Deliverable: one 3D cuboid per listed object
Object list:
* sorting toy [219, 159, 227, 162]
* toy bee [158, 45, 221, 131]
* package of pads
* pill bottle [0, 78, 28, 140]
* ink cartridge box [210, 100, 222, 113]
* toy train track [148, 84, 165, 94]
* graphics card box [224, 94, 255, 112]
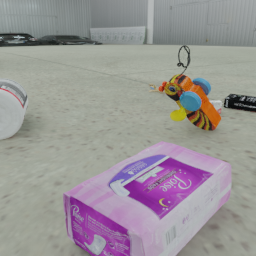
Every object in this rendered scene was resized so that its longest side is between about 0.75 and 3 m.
[{"bbox_3d":[1.522,0.876,6.217,1.381,0.185,1.029,5,21,14],"label":"sorting toy"},{"bbox_3d":[1.745,-1.112,8.499,1.754,2.679,1.456,-27,18,-37],"label":"toy bee"},{"bbox_3d":[0.443,1.105,4.444,1.548,0.972,2.569,16,25,38],"label":"package of pads"},{"bbox_3d":[-3.930,-0.745,8.777,1.464,1.464,2.644,-5,20,-13],"label":"pill bottle"},{"bbox_3d":[3.033,-0.767,10.311,0.766,0.446,0.258,-2,20,-2],"label":"ink cartridge box"},{"bbox_3d":[1.422,-2.060,14.055,1.037,0.294,1.808,-5,20,-14],"label":"toy train track"},{"bbox_3d":[4.670,-0.981,10.947,1.597,0.406,1.002,13,24,28],"label":"graphics card box"}]
